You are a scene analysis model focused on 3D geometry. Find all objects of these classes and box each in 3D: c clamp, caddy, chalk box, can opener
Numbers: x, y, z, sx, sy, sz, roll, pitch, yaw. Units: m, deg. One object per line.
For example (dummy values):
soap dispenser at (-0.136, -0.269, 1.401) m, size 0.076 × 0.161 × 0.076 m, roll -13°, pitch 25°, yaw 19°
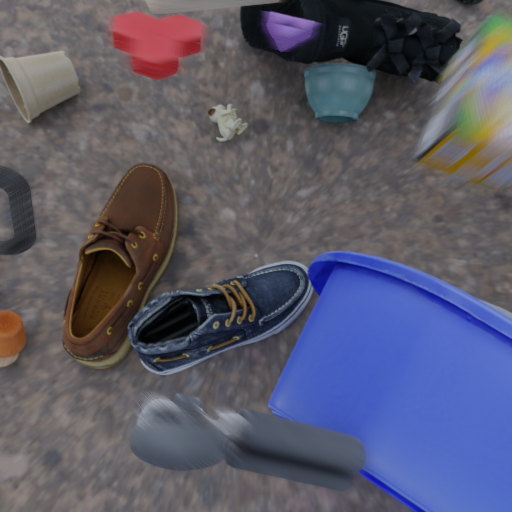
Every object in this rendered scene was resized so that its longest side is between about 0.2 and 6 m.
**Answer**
c clamp at (-2.525, -0.443, 4.982) m, size 1.051 × 1.231 × 0.167 m, roll -5°, pitch 46°, yaw -11°
caddy at (2.286, 1.665, 6.019) m, size 4.574 × 3.233 × 2.401 m, roll 32°, pitch 77°, yaw 12°
chalk box at (2.739, -1.826, 6.318) m, size 1.097 × 1.102 × 1.772 m, roll 21°, pitch 80°, yaw -2°
can opener at (-0.039, 1.498, 4.170) m, size 1.792 × 0.478 × 0.599 m, roll 17°, pitch 27°, yaw -10°

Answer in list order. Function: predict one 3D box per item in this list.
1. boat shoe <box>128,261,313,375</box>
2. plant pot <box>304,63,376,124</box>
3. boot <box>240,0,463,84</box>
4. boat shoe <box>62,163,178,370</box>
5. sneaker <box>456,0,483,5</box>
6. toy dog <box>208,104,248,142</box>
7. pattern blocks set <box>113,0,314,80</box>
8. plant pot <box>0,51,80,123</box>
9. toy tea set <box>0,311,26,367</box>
boat shoe at (-0.372, 0.728, 7.437) m, size 2.668 × 1.211 × 0.944 m, roll -27°, pitch 70°, yaw -11°
plant pot at (1.306, -2.543, 8.940) m, size 1.132 × 1.132 × 0.758 m, roll 4°, pitch 95°, yaw 2°
boot at (1.452, -3.770, 9.139) m, size 2.798 × 1.264 × 3.415 m, roll -2°, pitch 33°, yaw -21°
boat shoe at (-1.859, -0.011, 7.825) m, size 1.120 × 1.051 × 3.111 m, roll 12°, pitch 68°, yaw 5°
sneaker at (3.672, -5.567, 10.268) m, size 1.011 × 0.743 × 2.235 m, roll -28°, pitch 69°, yaw -8°
toy dog at (-0.513, -2.202, 9.126) m, size 0.569 × 0.410 × 0.587 m, roll -47°, pitch 74°, yaw 20°
pattern blocks set at (-0.674, -3.503, 6.569) m, size 3.210 × 0.296 × 3.652 m, roll -20°, pitch 58°, yaw -21°
plant pot at (-3.455, -2.834, 9.075) m, size 0.977 × 1.067 × 1.067 m, roll -28°, pitch 70°, yaw -22°
toy tea set at (-4.323, 0.753, 7.798) m, size 2.472 × 0.915 × 1.470 m, roll 42°, pitch 44°, yaw 19°
